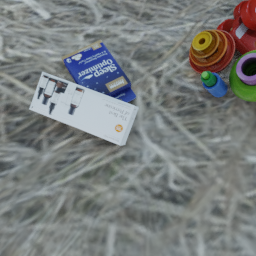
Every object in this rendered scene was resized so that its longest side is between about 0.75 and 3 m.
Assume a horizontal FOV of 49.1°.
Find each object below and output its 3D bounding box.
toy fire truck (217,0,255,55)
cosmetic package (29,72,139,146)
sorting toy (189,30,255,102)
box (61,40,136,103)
[{"bbox_3d":[3.900,-2.764,7.895,2.046,1.366,2.436,45,71,-6],"label":"toy fire truck"},{"bbox_3d":[-1.072,-0.470,6.801,2.446,0.619,1.010,20,95,10],"label":"cosmetic package"},{"bbox_3d":[2.430,-1.613,6.943,2.636,1.082,1.584,39,101,37],"label":"sorting toy"},{"bbox_3d":[-0.791,-1.402,7.626,1.263,0.338,2.084,-28,68,-12],"label":"box"}]
